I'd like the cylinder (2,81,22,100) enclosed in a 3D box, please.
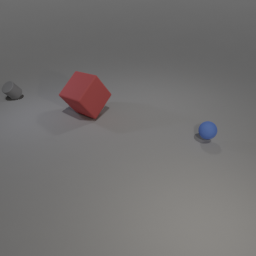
[{"bbox_3d":[-5.884,-1.902,14.216,0.700,0.700,0.700,-10,62,18],"label":"cylinder"}]

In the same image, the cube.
[{"bbox_3d":[-1.886,-1.477,12.463,1.400,1.400,1.400,19,70,37],"label":"cube"}]

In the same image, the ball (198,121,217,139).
[{"bbox_3d":[3.066,0.090,10.758,0.700,0.700,0.700,0,31,0],"label":"ball"}]
